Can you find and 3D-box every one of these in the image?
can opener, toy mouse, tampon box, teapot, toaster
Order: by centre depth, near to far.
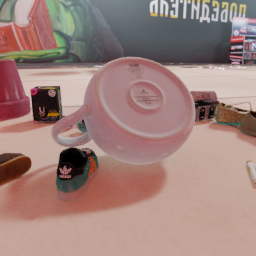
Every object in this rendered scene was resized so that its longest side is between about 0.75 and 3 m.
[{"bbox_3d":[0.073,-0.171,6.531,2.679,1.957,2.645,32,54,1],"label":"teapot"},{"bbox_3d":[-1.547,-0.142,9.113,1.950,0.377,1.733,6,17,22],"label":"toy mouse"},{"bbox_3d":[-2.893,-0.852,10.031,0.915,1.221,0.771,-2,16,-2],"label":"tampon box"},{"bbox_3d":[2.610,-0.660,10.456,0.957,0.628,1.058,-8,18,-27],"label":"toaster"},{"bbox_3d":[2.389,-1.176,11.984,2.913,0.777,0.974,1,15,7],"label":"can opener"}]

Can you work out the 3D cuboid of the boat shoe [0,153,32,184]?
[{"bbox_3d":[-2.694,0.849,5.416,0.576,0.577,1.639,14,13,29],"label":"boat shoe"}]

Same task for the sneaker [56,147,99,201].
[{"bbox_3d":[-0.970,0.671,5.637,0.673,0.753,1.884,0,16,2],"label":"sneaker"}]

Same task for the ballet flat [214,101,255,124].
[{"bbox_3d":[4.243,-0.466,9.408,2.574,0.910,0.910,7,18,23],"label":"ballet flat"}]

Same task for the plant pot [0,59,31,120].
[{"bbox_3d":[-5.124,-1.571,10.920,2.378,2.129,2.378,0,16,0],"label":"plant pot"}]

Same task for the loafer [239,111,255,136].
[{"bbox_3d":[4.180,-0.009,8.057,0.799,0.709,2.102,-12,20,-35],"label":"loafer"}]

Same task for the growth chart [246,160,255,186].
[{"bbox_3d":[3.356,1.009,5.552,1.839,0.163,1.331,6,18,19],"label":"growth chart"}]
